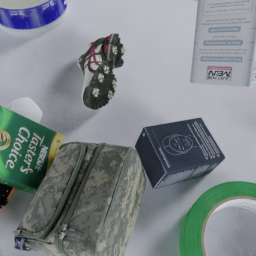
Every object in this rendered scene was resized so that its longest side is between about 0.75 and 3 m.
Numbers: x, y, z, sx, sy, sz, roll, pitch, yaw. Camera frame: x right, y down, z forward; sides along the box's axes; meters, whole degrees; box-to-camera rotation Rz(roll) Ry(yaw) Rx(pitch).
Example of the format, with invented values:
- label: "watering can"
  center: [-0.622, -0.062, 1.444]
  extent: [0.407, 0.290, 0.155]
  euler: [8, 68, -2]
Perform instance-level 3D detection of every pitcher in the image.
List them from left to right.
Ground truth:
- label: "pitcher"
  center: [-3.171, -0.214, 7.492]
  extent: [0.967, 1.368, 1.595]
  euler: [37, 66, 20]

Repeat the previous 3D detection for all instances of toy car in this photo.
- label: "toy car"
  center: [-3.436, 1.255, 6.371]
  extent: [0.682, 2.048, 1.005]
  euler: [9, 76, 20]

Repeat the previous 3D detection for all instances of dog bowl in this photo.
- label: "dog bowl"
  center: [-3.738, -4.820, 10.481]
  extent: [2.852, 1.123, 2.852]
  euler: [0, 59, 0]

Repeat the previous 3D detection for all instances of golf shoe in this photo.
- label: "golf shoe"
  center: [-0.989, -1.724, 8.769]
  extent: [1.279, 1.121, 2.903]
  euler: [0, 52, 22]

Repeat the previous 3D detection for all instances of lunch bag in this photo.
- label: "lunch bag"
  center: [-1.022, 1.626, 6.187]
  extent: [2.182, 1.813, 2.602]
  euler: [6, 56, 23]

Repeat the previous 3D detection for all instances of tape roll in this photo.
- label: "tape roll"
  center: [2.596, 2.631, 6.122]
  extent: [2.870, 0.690, 2.870]
  euler: [0, 59, 0]

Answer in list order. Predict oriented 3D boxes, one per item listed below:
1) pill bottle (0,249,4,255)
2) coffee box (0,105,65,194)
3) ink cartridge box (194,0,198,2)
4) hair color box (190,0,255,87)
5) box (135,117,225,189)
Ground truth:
- label: "pill bottle"
  center: [-3.554, 2.300, 6.047]
  extent: [1.167, 1.167, 2.041]
  euler: [-37, 65, -20]
- label: "coffee box"
  center: [-2.926, 0.388, 6.565]
  extent: [2.695, 0.593, 1.657]
  euler: [32, 56, -32]
- label: "ink cartridge box"
  center: [1.416, -3.540, 6.944]
  extent: [1.764, 0.417, 1.412]
  euler: [21, 35, 7]
- label: "hair color box"
  center: [1.957, -1.980, 5.343]
  extent: [1.150, 2.324, 0.705]
  euler: [11, 13, 34]
- label: "box"
  center: [1.257, 0.601, 7.015]
  extent: [1.734, 0.928, 1.287]
  euler: [-9, 58, -23]
